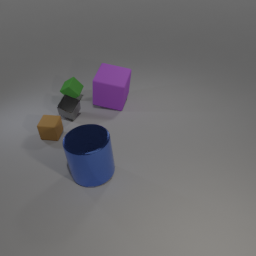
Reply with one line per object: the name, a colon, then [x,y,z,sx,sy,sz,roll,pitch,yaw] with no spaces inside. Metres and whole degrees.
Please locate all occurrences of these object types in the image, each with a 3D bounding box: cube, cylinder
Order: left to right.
cube: [-2.943,-0.012,10.660,0.700,0.700,0.700,4,42,7]
cube: [-2.466,-0.847,11.742,0.700,0.700,0.700,23,64,6]
cube: [-2.670,-1.869,13.323,0.700,0.700,0.700,-19,42,37]
cylinder: [-1.164,0.829,8.575,1.400,1.400,1.400,-4,38,3]
cube: [-0.724,-1.851,12.612,1.400,1.400,1.400,13,47,5]
